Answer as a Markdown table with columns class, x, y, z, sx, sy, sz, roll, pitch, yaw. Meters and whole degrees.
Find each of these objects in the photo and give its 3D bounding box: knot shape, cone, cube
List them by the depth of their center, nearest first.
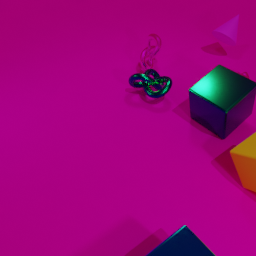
| class | x | y | z | sx | sy | sz | roll | pitch | yaw |
| --- | --- | --- | --- | --- | --- | --- | --- | --- | --- |
| cube | 0.897 | 2.780 | 4.772 | 1.306 | 1.306 | 1.306 | -28 | 50 | -26 |
| cube | 3.312 | 0.813 | 6.532 | 1.109 | 1.109 | 1.109 | -31 | 17 | -17 |
| cube | 2.750 | -0.771 | 8.250 | 1.340 | 1.340 | 1.340 | -39 | 54 | -14 |
| knot shape | 0.873 | -1.492 | 9.457 | 1.491 | 0.689 | 1.395 | -9 | 33 | -35 |
| knot shape | 0.817 | -2.785 | 10.807 | 0.658 | 1.424 | 1.333 | 19 | 65 | -2 |
| cone | 4.168 | -4.094 | 11.304 | 1.092 | 1.096 | 1.092 | 31 | 9 | -5 |

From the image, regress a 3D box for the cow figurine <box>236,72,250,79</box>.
| class | x | y | z | sx | sy | sz | roll | pitch | yaw |
| --- | --- | --- | --- | --- | --- | --- | --- | --- | --- |
| cow figurine | 3.795 | -1.593 | 9.902 | 1.041 | 0.572 | 1.025 | -26 | 10 | 15 |
